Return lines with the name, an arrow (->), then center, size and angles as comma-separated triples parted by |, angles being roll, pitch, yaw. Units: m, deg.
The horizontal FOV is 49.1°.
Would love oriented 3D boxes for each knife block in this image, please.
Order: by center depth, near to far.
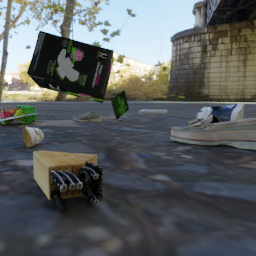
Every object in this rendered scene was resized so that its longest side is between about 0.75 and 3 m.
knife block -> -0.934, 0.651, 3.669 | 1.390, 0.445, 1.220 | 3, 6, 16

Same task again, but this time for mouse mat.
mouse mat -> -0.383, -1.153, 14.127 | 0.047, 1.254, 1.009 | 23, 52, 35

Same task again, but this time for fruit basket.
fruit basket -> -5.043, -0.464, 12.362 | 1.846, 0.865, 1.710 | -23, 19, -32

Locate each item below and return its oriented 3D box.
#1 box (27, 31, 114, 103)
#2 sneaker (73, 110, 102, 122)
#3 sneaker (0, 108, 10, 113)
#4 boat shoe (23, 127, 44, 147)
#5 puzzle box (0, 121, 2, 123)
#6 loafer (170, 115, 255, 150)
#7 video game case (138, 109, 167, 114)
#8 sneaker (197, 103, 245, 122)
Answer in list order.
box -> -1.704, -1.830, 8.856 | 2.259, 1.404, 1.678 | 15, -7, -3
sneaker -> -1.936, -0.582, 13.385 | 1.359, 0.557, 0.508 | 0, 7, -1
sneaker -> -6.658, -0.674, 13.214 | 1.148, 0.803, 1.987 | -4, -10, 27
boat shoe -> -2.450, 0.190, 7.324 | 0.483, 0.493, 1.393 | -4, 7, -24
puzzle box -> -6.116, -0.264, 12.648 | 0.848, 0.108, 0.564 | 2, 7, 13
loafer -> 2.417, 0.013, 7.220 | 2.738, 0.861, 0.984 | 5, 8, 33
video game case -> 1.743, -1.131, 19.298 | 1.826, 0.221, 2.006 | 1, 7, 10
sneaker -> 3.857, -0.603, 11.808 | 1.753, 0.965, 2.394 | 9, 15, 29
